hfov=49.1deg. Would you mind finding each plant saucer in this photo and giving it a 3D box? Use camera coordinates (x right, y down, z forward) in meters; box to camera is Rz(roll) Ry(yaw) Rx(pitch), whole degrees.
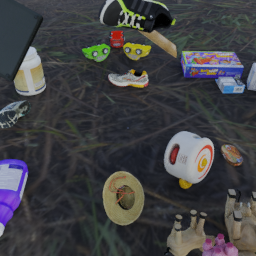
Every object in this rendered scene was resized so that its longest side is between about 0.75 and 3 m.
[{"bbox_3d":[1.012,-3.138,9.774,1.906,0.337,1.906,32,19,-12],"label":"plant saucer"}]

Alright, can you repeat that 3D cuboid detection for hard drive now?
[{"bbox_3d":[-3.667,-2.532,6.779,2.618,1.827,0.430,26,1,-13],"label":"hard drive"}]

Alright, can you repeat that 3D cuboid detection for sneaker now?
[{"bbox_3d":[0.012,-2.002,10.853,1.567,0.644,0.610,3,38,5],"label":"sneaker"},{"bbox_3d":[0.260,-2.344,5.838,1.747,0.627,0.724,-14,54,-28],"label":"sneaker"},{"bbox_3d":[-3.836,-0.432,9.033,0.621,0.558,1.438,7,30,29],"label":"sneaker"}]

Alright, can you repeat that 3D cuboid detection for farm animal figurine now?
[{"bbox_3d":[2.023,2.107,5.263,2.252,1.174,2.227,12,27,25],"label":"farm animal figurine"}]

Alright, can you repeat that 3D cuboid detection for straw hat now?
[{"bbox_3d":[0.007,1.568,6.330,1.172,1.172,0.496,35,7,36],"label":"straw hat"}]

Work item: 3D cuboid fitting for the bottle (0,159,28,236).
[{"bbox_3d":[-2.807,1.526,6.324,0.772,0.604,1.849,1,38,-7],"label":"bottle"}]

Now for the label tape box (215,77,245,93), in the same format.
[{"bbox_3d":[3.892,-1.743,10.755,0.780,0.360,1.089,-1,39,-1],"label":"label tape box"}]

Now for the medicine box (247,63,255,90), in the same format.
[{"bbox_3d":[5.055,-1.863,10.383,1.003,0.913,0.516,9,52,11],"label":"medicine box"}]

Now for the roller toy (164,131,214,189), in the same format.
[{"bbox_3d":[1.521,0.727,6.833,0.878,1.146,1.256,20,53,41],"label":"roller toy"}]

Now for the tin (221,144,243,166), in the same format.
[{"bbox_3d":[2.851,0.743,7.722,0.426,0.159,0.760,-2,38,-9],"label":"tin"}]

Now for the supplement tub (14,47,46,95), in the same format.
[{"bbox_3d":[-3.682,-2.078,10.226,1.098,1.521,1.098,0,38,0],"label":"supplement tub"}]

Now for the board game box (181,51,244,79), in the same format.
[{"bbox_3d":[3.479,-2.695,11.853,2.284,0.511,1.536,1,38,2],"label":"board game box"}]

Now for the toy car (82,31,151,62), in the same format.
[{"bbox_3d":[-0.777,-3.591,12.903,2.796,0.663,2.971,-22,42,-26],"label":"toy car"}]
